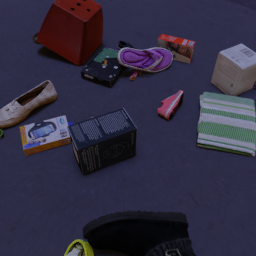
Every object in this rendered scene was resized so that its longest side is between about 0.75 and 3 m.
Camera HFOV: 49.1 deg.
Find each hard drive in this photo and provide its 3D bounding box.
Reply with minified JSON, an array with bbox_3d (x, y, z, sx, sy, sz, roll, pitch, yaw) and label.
[{"bbox_3d":[-0.906,-2.800,12.681,1.549,0.419,2.217,20,52,17],"label":"hard drive"}]

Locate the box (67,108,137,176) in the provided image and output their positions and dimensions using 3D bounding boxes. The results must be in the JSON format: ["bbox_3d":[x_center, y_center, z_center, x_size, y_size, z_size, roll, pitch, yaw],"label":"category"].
[{"bbox_3d":[-0.794,0.443,9.102,1.964,1.458,1.051,-19,51,-16],"label":"box"}]

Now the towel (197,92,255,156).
[{"bbox_3d":[3.688,-0.249,10.507,2.134,0.327,2.797,11,48,9],"label":"towel"}]

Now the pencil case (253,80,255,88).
[{"bbox_3d":[5.729,-2.145,11.332,0.716,1.577,0.739,-22,67,-13],"label":"pencil case"}]

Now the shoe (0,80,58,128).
[{"bbox_3d":[-4.010,-0.983,10.819,0.965,0.737,2.759,36,56,27],"label":"shoe"}]

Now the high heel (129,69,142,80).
[{"bbox_3d":[0.233,-2.381,12.391,0.383,0.269,0.798,39,54,20],"label":"high heel"}]

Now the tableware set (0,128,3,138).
[{"bbox_3d":[-5.257,-0.287,10.531,1.355,0.309,2.011,-8,48,-8],"label":"tableware set"}]

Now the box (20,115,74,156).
[{"bbox_3d":[-2.819,0.205,10.046,1.907,0.395,1.135,-17,50,-12],"label":"box"}]

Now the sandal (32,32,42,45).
[{"bbox_3d":[-3.560,-4.507,14.077,1.094,0.731,2.677,23,37,19],"label":"sandal"}]

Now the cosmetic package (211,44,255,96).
[{"bbox_3d":[4.456,-2.347,11.521,1.283,1.542,1.291,-24,53,-20],"label":"cosmetic package"}]

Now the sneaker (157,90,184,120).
[{"bbox_3d":[1.688,-1.033,11.005,0.691,0.587,1.593,23,53,21],"label":"sneaker"}]

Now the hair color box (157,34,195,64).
[{"bbox_3d":[2.230,-3.729,13.165,1.674,0.929,0.535,18,52,16],"label":"hair color box"}]

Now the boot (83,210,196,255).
[{"bbox_3d":[0.446,3.194,6.662,2.973,1.119,2.222,2,48,-13],"label":"boot"}]

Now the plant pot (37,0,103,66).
[{"bbox_3d":[-2.463,-4.791,12.867,2.383,2.102,2.386,30,53,-1],"label":"plant pot"}]

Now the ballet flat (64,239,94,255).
[{"bbox_3d":[-1.622,3.867,6.427,0.927,0.930,2.774,16,51,14],"label":"ballet flat"}]

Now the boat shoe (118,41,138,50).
[{"bbox_3d":[0.006,-3.954,13.743,1.203,0.374,0.449,29,53,22],"label":"boat shoe"}]

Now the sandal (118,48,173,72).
[{"bbox_3d":[0.854,-2.972,12.210,2.640,1.074,0.649,-6,13,-21],"label":"sandal"}]
